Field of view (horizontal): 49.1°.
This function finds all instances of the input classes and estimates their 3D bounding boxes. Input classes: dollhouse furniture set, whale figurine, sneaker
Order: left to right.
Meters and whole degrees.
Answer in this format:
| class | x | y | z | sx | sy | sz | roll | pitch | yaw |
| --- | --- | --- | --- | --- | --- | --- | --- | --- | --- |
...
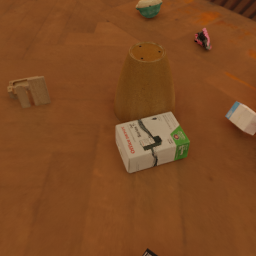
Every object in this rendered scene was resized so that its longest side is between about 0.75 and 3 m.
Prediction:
| class | x | y | z | sx | sy | sz | roll | pitch | yaw |
| --- | --- | --- | --- | --- | --- | --- | --- | --- | --- |
| dollhouse furniture set | -3.855 | -1.741 | 10.593 | 1.441 | 1.235 | 1.515 | -13 | 50 | -12 |
| whale figurine | 1.159 | -6.512 | 15.174 | 1.457 | 0.950 | 1.831 | -11 | 25 | 5 |
| sneaker | 3.514 | -4.123 | 13.264 | 0.696 | 0.576 | 1.459 | -14 | 45 | 16 |

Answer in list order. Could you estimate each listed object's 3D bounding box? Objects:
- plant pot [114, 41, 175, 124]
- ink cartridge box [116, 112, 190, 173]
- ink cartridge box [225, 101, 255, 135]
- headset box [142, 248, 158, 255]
| class | x | y | z | sx | sy | sz | roll | pitch | yaw |
| --- | --- | --- | --- | --- | --- | --- | --- | --- | --- |
| plant pot | 0.587 | -1.574 | 9.633 | 2.317 | 2.487 | 2.317 | -1 | 49 | 1 |
| ink cartridge box | 0.720 | 0.426 | 8.943 | 1.992 | 0.828 | 1.460 | -15 | 49 | -12 |
| ink cartridge box | 3.972 | -0.293 | 9.418 | 0.677 | 0.659 | 1.053 | 17 | 26 | -35 |
| headset box | 0.789 | 3.808 | 6.055 | 1.846 | 0.692 | 1.372 | 28 | 54 | 23 |
